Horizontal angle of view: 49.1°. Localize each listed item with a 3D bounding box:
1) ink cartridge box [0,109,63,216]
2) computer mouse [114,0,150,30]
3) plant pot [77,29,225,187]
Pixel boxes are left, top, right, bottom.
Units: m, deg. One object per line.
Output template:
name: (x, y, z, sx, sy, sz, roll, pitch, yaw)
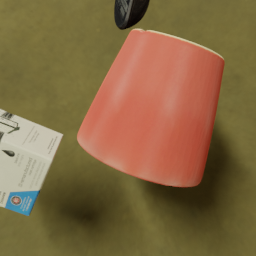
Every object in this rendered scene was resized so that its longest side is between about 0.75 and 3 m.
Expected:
ink cartridge box: (-2.622, 0.524, 5.378, 2.221, 0.936, 1.621, 22, 119, -11)
computer mouse: (0.259, -2.981, 5.869, 0.562, 2.131, 1.476, -5, 62, -23)
plant pot: (0.563, -0.483, 5.501, 2.635, 2.635, 2.331, 20, 101, 5)
